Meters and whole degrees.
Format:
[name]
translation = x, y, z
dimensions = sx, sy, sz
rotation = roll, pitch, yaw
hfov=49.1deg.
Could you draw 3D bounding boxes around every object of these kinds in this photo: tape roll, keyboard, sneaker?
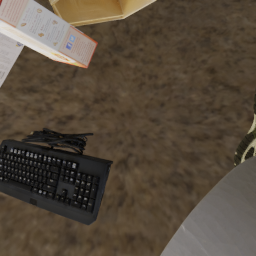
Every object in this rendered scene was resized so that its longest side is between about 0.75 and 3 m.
[tape roll]
translation = 1.391, 1.651, 3.655
dimensions = 2.591, 2.591, 0.856
rotation = -40, 53, -18
[keyboard]
translation = -1.597, 0.639, 4.979
dimensions = 2.792, 0.553, 1.453
rotation = 7, 76, 31
[sneaker]
translation = 2.762, 0.215, 4.822
dimensions = 1.209, 2.728, 1.049
rotation = -2, 32, -12

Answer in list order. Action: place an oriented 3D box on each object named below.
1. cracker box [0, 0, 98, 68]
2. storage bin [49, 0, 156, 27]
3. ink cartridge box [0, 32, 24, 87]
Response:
[cracker box]
translation = -1.869, -1.954, 5.409
dimensions = 1.455, 2.172, 0.627
rotation = 24, 92, 43
[storage bin]
translation = -0.304, -3.309, 6.382
dimensions = 2.307, 2.324, 1.089
rotation = -29, 105, -39
[ink cartridge box]
translation = -3.083, -1.926, 6.506
dimensions = 0.535, 1.521, 2.549
rotation = 36, 97, 3
